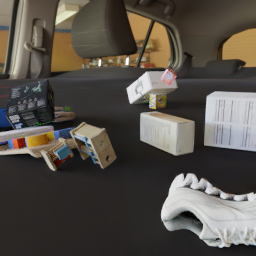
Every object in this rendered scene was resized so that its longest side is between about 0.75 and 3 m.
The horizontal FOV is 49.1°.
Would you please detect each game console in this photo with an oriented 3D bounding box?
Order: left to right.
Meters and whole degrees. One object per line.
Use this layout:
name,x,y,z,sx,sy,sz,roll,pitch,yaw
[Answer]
game console,-4.833,-0.397,9.966,1.877,1.111,1.602,-10,26,-40

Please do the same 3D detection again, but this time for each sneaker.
sneaker,1.488,1.293,3.807,2.185,0.821,0.885,5,27,32

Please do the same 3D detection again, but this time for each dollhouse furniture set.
dollhouse furniture set,-1.132,0.642,6.616,1.291,0.905,0.910,-38,33,-30

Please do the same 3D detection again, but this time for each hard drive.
hard drive,-3.607,0.259,8.602,1.441,0.277,2.184,-2,8,45

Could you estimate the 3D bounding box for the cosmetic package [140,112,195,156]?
cosmetic package,1.111,0.105,8.315,0.644,0.953,1.811,-7,16,-29

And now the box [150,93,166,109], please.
box,1.686,-1.527,15.684,0.834,0.803,0.509,-9,16,-37

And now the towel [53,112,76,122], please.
towel,-3.192,-0.464,11.492,1.607,0.418,2.425,2,4,4

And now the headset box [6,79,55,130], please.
headset box,-3.143,-0.828,9.159,1.311,0.698,1.506,-14,49,-2

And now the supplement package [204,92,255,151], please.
supplement package,3.508,-0.254,8.497,2.034,1.532,1.543,6,14,24

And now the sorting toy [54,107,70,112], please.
sorting toy,-3.559,-0.861,12.378,2.138,0.291,1.204,-1,-3,-32

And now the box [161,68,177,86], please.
box,1.402,-1.764,9.596,0.375,0.407,0.793,34,19,-3

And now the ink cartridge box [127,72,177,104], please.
ink cartridge box,1.385,-2.373,16.640,1.863,1.076,2.561,-7,-11,-29

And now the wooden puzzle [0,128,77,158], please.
wooden puzzle,-2.281,0.337,7.714,2.079,0.481,1.926,-1,9,43
